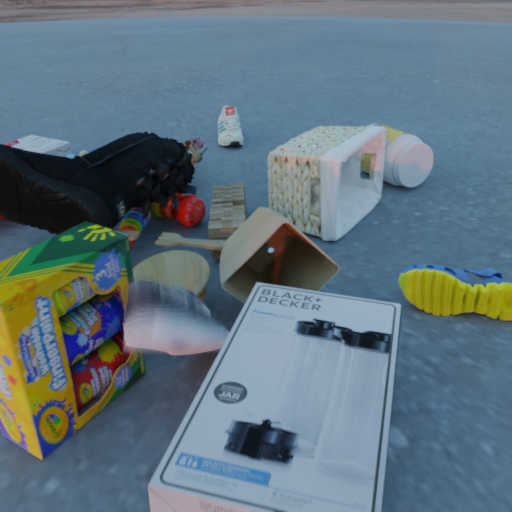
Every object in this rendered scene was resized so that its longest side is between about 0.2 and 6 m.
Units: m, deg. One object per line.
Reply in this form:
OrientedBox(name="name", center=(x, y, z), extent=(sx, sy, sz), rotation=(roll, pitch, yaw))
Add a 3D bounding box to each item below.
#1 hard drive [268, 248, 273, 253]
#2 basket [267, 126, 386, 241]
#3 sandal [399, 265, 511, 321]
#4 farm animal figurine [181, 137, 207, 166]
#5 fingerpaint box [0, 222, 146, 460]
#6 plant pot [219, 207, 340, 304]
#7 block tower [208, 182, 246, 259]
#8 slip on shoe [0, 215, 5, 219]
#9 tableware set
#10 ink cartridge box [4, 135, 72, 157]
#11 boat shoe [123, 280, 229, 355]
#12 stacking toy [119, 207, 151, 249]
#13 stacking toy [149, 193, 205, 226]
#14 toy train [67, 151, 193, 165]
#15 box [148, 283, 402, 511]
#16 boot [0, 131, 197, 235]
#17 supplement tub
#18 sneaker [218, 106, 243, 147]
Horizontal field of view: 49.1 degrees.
OrientedBox(name="hard drive", center=(0.304, 0.134, 9.413), extent=(0.891, 0.178, 1.352), rotation=(16, 32, 27))
OrientedBox(name="basket", center=(1.392, -1.552, 10.968), extent=(1.509, 1.658, 2.447), rotation=(14, 31, 28))
OrientedBox(name="sandal", center=(3.024, 0.476, 8.336), extent=(1.819, 0.723, 0.792), rotation=(11, 27, 3))
OrientedBox(name="farm animal figurine", center=(-1.792, -2.192, 13.085), extent=(1.400, 0.738, 1.416), rotation=(-22, 16, -5))
OrientedBox(name="fingerpaint box", center=(-2.092, 0.879, 6.152), extent=(0.730, 1.990, 1.660), rotation=(16, 32, 28))
OrientedBox(name="plant pot", center=(0.207, 0.023, 7.990), extent=(1.247, 1.246, 1.104), rotation=(-45, 33, 10))
OrientedBox(name="block tower", center=(-0.507, -0.687, 10.296), extent=(0.679, 0.634, 2.349), rotation=(-3, 25, 1))
OrientedBox(name="slip on shoe", center=(-5.015, -1.195, 11.045), extent=(0.907, 1.098, 2.963), rotation=(-32, 0, 35))
OrientedBox(name="tableware set", center=(-1.991, 0.415, 8.513), extent=(2.902, 0.581, 1.918), rotation=(7, 42, 24))
OrientedBox(name="ink cartridge box", center=(-5.369, -2.492, 13.782), extent=(1.373, 0.568, 1.000), rotation=(15, 32, 25))
OrientedBox(name="boat shoe", center=(-0.882, 0.726, 6.522), extent=(0.773, 0.730, 2.154), rotation=(-14, -17, 17))
OrientedBox(name="stacking toy", center=(-2.322, -0.508, 10.299), extent=(0.523, 0.523, 1.224), rotation=(2, 33, 4))
OrientedBox(name="stacking toy", center=(-1.983, -1.155, 11.090), extent=(2.215, 0.946, 0.946), rotation=(18, 33, 22))
OrientedBox(name="toy train", center=(-2.572, -1.758, 11.859), extent=(2.514, 0.699, 1.888), rotation=(-1, 1, -1))
OrientedBox(name="box", center=(0.427, 1.615, 5.857), extent=(1.918, 0.989, 3.289), rotation=(8, 29, 15))
OrientedBox(name="boot", center=(-2.993, -1.532, 9.948), extent=(3.396, 1.257, 2.783), rotation=(22, 39, 20))
OrientedBox(name="supplement tub", center=(3.098, -2.286, 12.784), extent=(1.172, 1.172, 1.612), rotation=(-15, 32, -25))
OrientedBox(name="sneaker", center=(-0.759, -3.628, 15.528), extent=(0.665, 0.883, 1.888), rotation=(-4, 28, -8))
